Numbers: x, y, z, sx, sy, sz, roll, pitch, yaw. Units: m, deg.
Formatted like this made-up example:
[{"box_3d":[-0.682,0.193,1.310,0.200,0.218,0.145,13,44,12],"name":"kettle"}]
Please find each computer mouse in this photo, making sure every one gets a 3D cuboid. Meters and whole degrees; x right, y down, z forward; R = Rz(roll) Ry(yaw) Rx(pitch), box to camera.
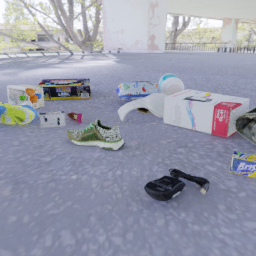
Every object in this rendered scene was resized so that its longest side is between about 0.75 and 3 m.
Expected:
[{"box_3d":[1.145,1.400,6.301,1.140,0.374,1.623,13,16,31],"name":"computer mouse"}]

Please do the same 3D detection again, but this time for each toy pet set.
[{"box_3d":[-5.166,-0.745,11.189,2.771,1.471,2.587,-7,-7,2],"name":"toy pet set"}]

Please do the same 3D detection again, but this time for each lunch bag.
[{"box_3d":[5.020,-0.191,8.602,2.272,1.629,2.770,-16,21,-16],"name":"lunch bag"},{"box_3d":[0.380,-1.807,13.724,1.930,0.910,2.409,-4,4,-4],"name":"lunch bag"}]

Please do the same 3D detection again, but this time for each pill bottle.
[{"box_3d":[2.337,-2.203,15.036,1.200,1.200,2.167,0,18,1],"name":"pill bottle"}]

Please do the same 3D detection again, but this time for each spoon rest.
[{"box_3d":[0.902,-0.871,11.673,2.586,0.784,1.285,-12,62,-23],"name":"spoon rest"}]

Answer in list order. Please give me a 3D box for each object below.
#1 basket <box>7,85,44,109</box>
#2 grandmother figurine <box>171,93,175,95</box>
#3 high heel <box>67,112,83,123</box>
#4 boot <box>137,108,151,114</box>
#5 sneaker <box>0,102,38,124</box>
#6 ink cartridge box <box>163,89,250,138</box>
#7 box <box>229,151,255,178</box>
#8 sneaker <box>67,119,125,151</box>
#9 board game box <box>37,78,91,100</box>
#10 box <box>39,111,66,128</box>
[{"box_3d":[-4.853,-1.506,13.345,1.564,1.060,0.965,12,21,31],"name":"basket"},{"box_3d":[2.781,-1.504,13.782,1.326,0.662,2.187,2,13,42],"name":"grandmother figurine"},{"box_3d":[-2.146,-0.429,11.280,0.567,0.397,1.179,5,3,-17],"name":"high heel"},{"box_3d":[1.195,-0.978,12.660,1.418,0.511,1.097,1,18,20],"name":"boot"},{"box_3d":[-4.704,-0.607,11.394,2.296,0.870,1.206,13,11,15],"name":"sneaker"},{"box_3d":[2.994,-0.657,10.829,2.673,1.144,1.973,17,26,36],"name":"ink cartridge box"},{"box_3d":[3.361,1.000,7.143,1.399,0.490,0.450,11,23,29],"name":"box"},{"box_3d":[-1.059,0.087,9.080,2.041,0.904,0.785,7,21,19],"name":"sneaker"},{"box_3d":[-3.510,-2.215,15.705,2.808,0.796,2.321,-3,21,-8],"name":"board game box"},{"box_3d":[-2.895,-0.320,10.784,0.940,0.548,0.283,-7,18,-15],"name":"box"}]
